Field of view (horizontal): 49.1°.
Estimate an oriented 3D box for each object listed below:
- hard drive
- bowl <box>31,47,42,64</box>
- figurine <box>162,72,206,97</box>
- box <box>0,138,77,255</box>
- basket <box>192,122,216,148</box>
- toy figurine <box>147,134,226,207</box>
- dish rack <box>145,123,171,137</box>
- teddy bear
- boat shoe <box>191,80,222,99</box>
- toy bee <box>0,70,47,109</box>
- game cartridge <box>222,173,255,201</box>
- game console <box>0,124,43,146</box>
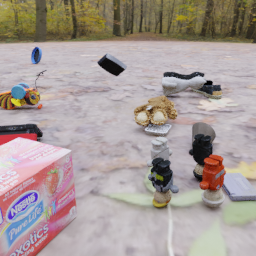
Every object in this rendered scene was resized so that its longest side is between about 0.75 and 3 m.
[{"bbox_3d":[-0.654,-2.576,11.588,1.105,0.745,0.234,27,48,-34],"label":"hard drive"},{"bbox_3d":[-7.489,-5.946,22.955,1.386,1.386,0.272,20,9,41],"label":"bowl"},{"bbox_3d":[2.738,-2.263,13.589,2.071,0.914,2.122,-6,20,13],"label":"figurine"},{"bbox_3d":[-2.133,1.327,4.133,1.319,1.429,2.785,11,24,25],"label":"box"},{"bbox_3d":[2.100,0.303,7.937,0.757,0.571,0.839,39,33,0],"label":"basket"},{"bbox_3d":[1.175,0.904,5.856,1.539,1.088,1.563,-5,23,3],"label":"toy figurine"},{"bbox_3d":[0.989,0.061,9.094,0.717,0.182,0.835,7,22,20],"label":"dish rack"},{"bbox_3d":[0.971,-0.498,9.801,1.581,0.728,2.181,-14,18,5],"label":"teddy bear"},{"bbox_3d":[3.835,-2.024,13.735,0.849,0.708,2.276,-8,21,-15],"label":"boat shoe"},{"bbox_3d":[-4.137,-1.216,11.341,2.344,1.274,1.535,-18,19,26],"label":"toy bee"},{"bbox_3d":[2.364,1.260,6.065,0.589,0.174,0.909,3,21,-4],"label":"game cartridge"},{"bbox_3d":[-3.557,0.675,7.469,2.341,1.389,2.017,-3,-10,-10],"label":"game console"}]
